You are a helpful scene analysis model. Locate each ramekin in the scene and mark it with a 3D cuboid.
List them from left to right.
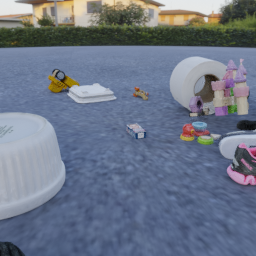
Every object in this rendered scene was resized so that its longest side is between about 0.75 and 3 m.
[{"bbox_3d":[-2.620,0.593,5.780,2.536,1.331,2.536,0,21,0],"label":"ramekin"}]

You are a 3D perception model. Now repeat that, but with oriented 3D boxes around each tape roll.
[{"bbox_3d":[2.799,-1.665,10.866,2.057,2.057,1.413,-3,21,-9],"label":"tape roll"}]

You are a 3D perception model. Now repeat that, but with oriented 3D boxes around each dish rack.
[{"bbox_3d":[-1.768,-1.712,13.326,1.908,0.484,2.223,-10,22,-24],"label":"dish rack"}]

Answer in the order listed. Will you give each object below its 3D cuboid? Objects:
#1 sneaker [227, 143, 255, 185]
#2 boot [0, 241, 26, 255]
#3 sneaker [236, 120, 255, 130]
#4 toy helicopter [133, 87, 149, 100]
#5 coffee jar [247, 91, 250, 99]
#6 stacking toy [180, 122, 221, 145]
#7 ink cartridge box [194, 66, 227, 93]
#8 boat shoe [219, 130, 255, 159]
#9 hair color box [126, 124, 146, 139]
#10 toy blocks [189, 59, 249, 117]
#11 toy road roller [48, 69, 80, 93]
[{"bbox_3d":[3.220,0.723,5.983,2.034,0.970,0.803,3,19,3],"label":"sneaker"},{"bbox_3d":[-1.316,2.088,2.124,1.942,0.977,2.597,18,15,24],"label":"boot"},{"bbox_3d":[4.101,-0.068,9.044,1.051,0.316,0.548,-3,15,-18],"label":"sneaker"},{"bbox_3d":[0.718,-1.551,13.161,0.704,0.420,1.064,2,29,-22],"label":"toy helicopter"},{"bbox_3d":[4.641,-1.505,12.519,1.447,0.617,0.754,-9,22,-23],"label":"coffee jar"},{"bbox_3d":[2.213,0.081,8.447,0.973,0.454,1.075,17,26,39],"label":"stacking toy"},{"bbox_3d":[3.760,-2.472,14.294,2.066,1.193,2.830,10,22,25],"label":"ink cartridge box"},{"bbox_3d":[3.500,0.411,7.176,2.266,0.813,0.768,-3,20,13],"label":"boat shoe"},{"bbox_3d":[0.251,0.097,8.732,0.376,0.227,0.751,-8,21,-20],"label":"hair color box"},{"bbox_3d":[3.264,-1.351,9.151,1.933,1.741,2.069,-12,7,-39],"label":"toy blocks"},{"bbox_3d":[-3.393,-2.233,14.387,1.564,1.142,0.961,32,1,-33],"label":"toy road roller"}]
